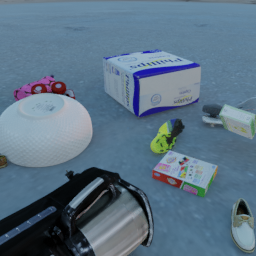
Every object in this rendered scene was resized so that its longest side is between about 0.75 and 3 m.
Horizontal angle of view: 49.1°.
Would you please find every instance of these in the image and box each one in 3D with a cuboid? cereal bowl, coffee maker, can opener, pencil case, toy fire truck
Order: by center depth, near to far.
[{"bbox_3d":[-1.147,1.851,4.685,2.431,1.637,2.335,-26,9,-39],"label":"coffee maker"},{"bbox_3d":[-2.426,-0.211,8.115,2.764,1.151,2.764,1,35,-1],"label":"cereal bowl"},{"bbox_3d":[3.458,-0.306,9.093,2.097,0.697,0.552,9,30,7],"label":"can opener"},{"bbox_3d":[-2.664,-0.826,9.898,1.647,0.923,1.383,-11,56,-17],"label":"toy fire truck"},{"bbox_3d":[-3.575,-1.487,11.034,0.822,0.796,1.754,25,39,19],"label":"pencil case"}]

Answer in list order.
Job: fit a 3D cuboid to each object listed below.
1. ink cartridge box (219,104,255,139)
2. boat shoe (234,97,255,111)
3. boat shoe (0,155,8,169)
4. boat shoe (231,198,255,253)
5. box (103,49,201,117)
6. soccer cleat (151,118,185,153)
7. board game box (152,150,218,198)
[{"bbox_3d":[3.381,-0.029,7.544,1.643,1.196,0.394,26,84,32],"label":"ink cartridge box"},{"bbox_3d":[4.039,-0.772,9.367,1.101,0.396,0.342,-19,-2,38],"label":"boat shoe"},{"bbox_3d":[-3.627,0.930,7.214,0.941,0.320,0.339,-18,35,-29],"label":"boat shoe"},{"bbox_3d":[2.247,1.867,5.511,0.423,0.387,1.131,4,30,7],"label":"boat shoe"},{"bbox_3d":[0.827,-1.885,10.837,2.704,1.543,2.941,-16,32,-24],"label":"box"},{"bbox_3d":[1.087,0.264,8.345,0.711,0.550,1.701,-15,19,43],"label":"soccer cleat"},{"bbox_3d":[1.422,1.090,6.982,1.336,0.269,1.022,17,34,27],"label":"board game box"}]
